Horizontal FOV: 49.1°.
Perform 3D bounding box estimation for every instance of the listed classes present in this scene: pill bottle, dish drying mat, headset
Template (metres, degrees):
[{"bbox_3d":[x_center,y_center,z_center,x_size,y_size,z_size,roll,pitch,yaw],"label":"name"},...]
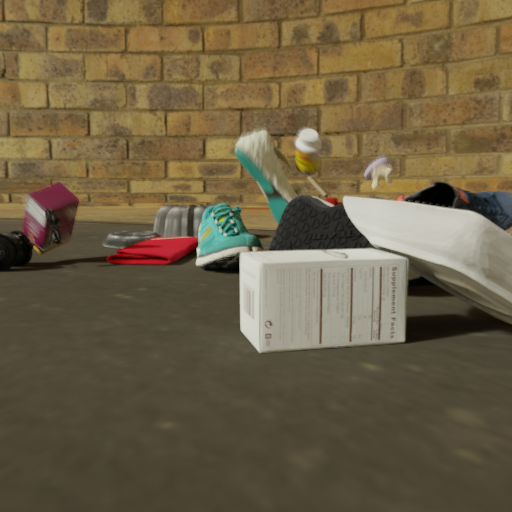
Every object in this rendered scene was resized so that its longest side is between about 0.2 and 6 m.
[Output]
[{"bbox_3d":[1.121,-2.241,12.076,0.532,0.532,0.974,0,-37,4],"label":"pill bottle"},{"bbox_3d":[-1.827,-0.135,10.710,1.124,0.266,2.926,2,6,5],"label":"dish drying mat"},{"bbox_3d":[-3.959,-0.202,8.865,1.757,0.825,1.085,-11,7,2],"label":"headset"}]

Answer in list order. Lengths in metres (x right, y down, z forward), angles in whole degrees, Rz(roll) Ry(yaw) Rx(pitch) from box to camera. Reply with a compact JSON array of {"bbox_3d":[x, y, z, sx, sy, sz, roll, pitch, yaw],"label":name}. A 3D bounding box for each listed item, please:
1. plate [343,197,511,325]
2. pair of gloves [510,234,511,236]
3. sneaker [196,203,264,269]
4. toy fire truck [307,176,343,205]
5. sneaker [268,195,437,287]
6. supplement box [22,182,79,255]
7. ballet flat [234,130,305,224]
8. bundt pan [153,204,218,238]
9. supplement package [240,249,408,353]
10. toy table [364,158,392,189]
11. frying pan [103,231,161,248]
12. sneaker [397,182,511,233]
[{"bbox_3d":[1.800,0.183,4.452,2.042,0.331,2.047,28,2,-16],"label":"plate"},{"bbox_3d":[6.786,-0.323,12.023,2.634,0.365,2.956,3,8,24],"label":"pair of gloves"},{"bbox_3d":[-0.548,-0.337,9.122,1.009,1.037,2.604,-2,8,-16],"label":"sneaker"},{"bbox_3d":[1.901,-1.298,14.936,1.041,1.618,1.424,2,7,10],"label":"toy fire truck"},{"bbox_3d":[1.329,-0.027,7.690,1.399,1.211,3.377,23,-3,-24],"label":"sneaker"},{"bbox_3d":[-3.510,-0.630,9.523,0.532,1.030,0.675,41,41,12],"label":"supplement box"},{"bbox_3d":[0.588,-1.564,12.438,1.009,2.813,1.009,-26,28,15],"label":"ballet flat"},{"bbox_3d":[-1.573,-0.904,14.737,2.417,0.907,2.417,0,7,0],"label":"bundt pan"},{"bbox_3d":[0.532,0.334,4.629,1.225,0.718,0.716,-2,7,-14],"label":"supplement package"},{"bbox_3d":[2.639,-1.753,11.999,0.582,0.371,0.633,2,-38,-25],"label":"toy table"},{"bbox_3d":[-2.798,-0.427,13.202,1.409,0.379,2.329,0,10,-4],"label":"frying pan"},{"bbox_3d":[3.866,-0.889,10.586,2.989,1.263,1.120,-14,53,-14],"label":"sneaker"}]
